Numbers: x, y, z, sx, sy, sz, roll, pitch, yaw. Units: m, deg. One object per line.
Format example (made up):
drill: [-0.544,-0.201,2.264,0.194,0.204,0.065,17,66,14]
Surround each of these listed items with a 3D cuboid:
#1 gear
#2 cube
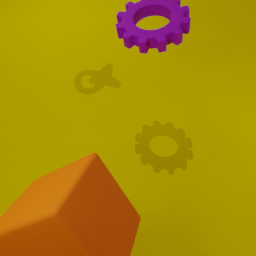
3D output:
gear: [0.526,-2.245,5.955,1.548,0.286,1.548,-4,58,7]
cube: [-0.730,1.252,3.506,1.194,1.194,1.194,-26,16,24]
